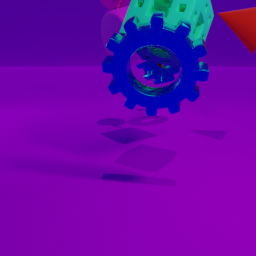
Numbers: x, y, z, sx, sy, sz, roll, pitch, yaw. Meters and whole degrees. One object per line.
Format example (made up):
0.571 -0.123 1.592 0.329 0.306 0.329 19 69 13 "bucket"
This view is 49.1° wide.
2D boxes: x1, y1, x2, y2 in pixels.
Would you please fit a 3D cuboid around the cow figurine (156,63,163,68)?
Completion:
0.908 -2.628 9.839 1.186 1.206 0.662 6 42 -25 "cow figurine"

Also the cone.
2.348 -2.211 5.820 1.020 1.016 1.016 28 22 16 "cone"

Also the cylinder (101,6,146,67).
0.212 -1.942 5.786 1.136 1.136 1.136 -27 25 -25 "cylinder"

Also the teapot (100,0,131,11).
-0.202 -3.195 6.494 1.008 1.621 0.794 3 -16 -37 "teapot"

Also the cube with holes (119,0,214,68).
0.596 -1.512 4.063 0.908 0.908 0.908 19 -3 26 "cube with holes"

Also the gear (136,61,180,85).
0.855 -2.066 7.862 1.638 1.638 0.303 -12 4 -40 "gear"

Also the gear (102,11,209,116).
0.324 -0.726 3.385 1.240 1.240 0.229 3 36 11 "gear"
